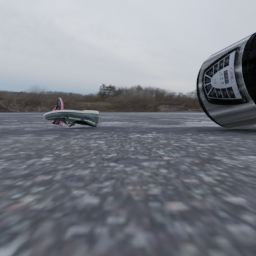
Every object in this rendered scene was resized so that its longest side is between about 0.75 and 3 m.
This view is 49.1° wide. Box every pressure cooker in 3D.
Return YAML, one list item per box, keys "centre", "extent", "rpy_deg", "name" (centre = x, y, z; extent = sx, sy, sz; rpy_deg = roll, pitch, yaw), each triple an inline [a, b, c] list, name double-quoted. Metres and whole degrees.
- centre: [3.330, -1.252, 7.029]
  extent: [2.311, 2.347, 2.627]
  rpy_deg: [41, -22, -16]
  name: "pressure cooker"

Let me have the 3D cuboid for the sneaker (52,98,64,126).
- centre: [-2.345, -0.528, 9.201]
  extent: [0.446, 0.935, 0.369]
  rpy_deg: [2, 7, -7]
  name: "sneaker"

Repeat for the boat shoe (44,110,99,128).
- centre: [-1.653, -0.255, 8.323]
  extent: [1.616, 0.499, 0.588]
  rpy_deg: [-1, -5, -19]
  name: "boat shoe"
